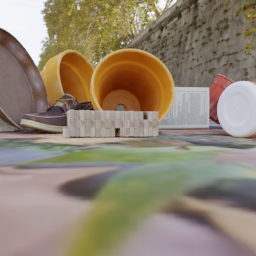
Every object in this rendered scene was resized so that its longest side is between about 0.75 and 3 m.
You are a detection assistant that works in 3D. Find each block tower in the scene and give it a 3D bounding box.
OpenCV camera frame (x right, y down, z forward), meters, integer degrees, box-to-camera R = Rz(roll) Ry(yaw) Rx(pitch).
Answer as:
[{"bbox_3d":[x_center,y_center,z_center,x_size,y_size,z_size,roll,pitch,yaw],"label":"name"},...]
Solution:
[{"bbox_3d":[-0.298,-0.089,5.313,1.815,0.525,0.490,-2,3,-16],"label":"block tower"}]

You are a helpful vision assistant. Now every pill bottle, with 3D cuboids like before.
[{"bbox_3d":[2.727,-0.354,5.403,1.817,1.019,1.019,-2,3,-27],"label":"pill bottle"}]

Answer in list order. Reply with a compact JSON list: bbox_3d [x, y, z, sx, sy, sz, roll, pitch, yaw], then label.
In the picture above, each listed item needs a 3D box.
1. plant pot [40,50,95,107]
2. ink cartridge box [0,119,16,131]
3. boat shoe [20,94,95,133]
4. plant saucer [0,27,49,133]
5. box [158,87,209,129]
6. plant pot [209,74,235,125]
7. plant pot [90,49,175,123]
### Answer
[{"bbox_3d":[-2.261,-1.003,9.004,2.146,2.344,2.344,-15,-4,25],"label":"plant pot"},{"bbox_3d":[-4.035,-0.577,7.154,2.077,1.301,1.335,3,4,38],"label":"ink cartridge box"},{"bbox_3d":[-1.543,-0.390,6.761,0.882,0.880,2.444,9,7,28],"label":"boat shoe"},{"bbox_3d":[-2.676,-1.040,6.493,0.434,2.523,2.523,-19,-1,11],"label":"plant saucer"},{"bbox_3d":[1.356,-0.580,8.422,1.895,1.211,1.032,0,3,-9],"label":"box"},{"bbox_3d":[2.985,-0.864,9.069,1.279,1.244,1.279,38,8,-7],"label":"plant pot"},{"bbox_3d":[-0.026,-0.665,6.709,1.828,1.828,1.674,-1,-14,-12],"label":"plant pot"}]
